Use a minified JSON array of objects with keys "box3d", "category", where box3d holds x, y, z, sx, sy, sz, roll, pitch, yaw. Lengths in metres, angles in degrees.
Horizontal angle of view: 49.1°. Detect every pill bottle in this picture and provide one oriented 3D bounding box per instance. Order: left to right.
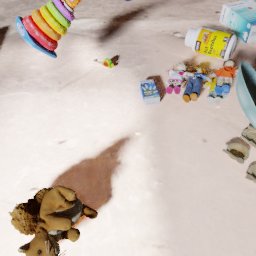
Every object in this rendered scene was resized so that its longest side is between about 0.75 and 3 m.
[{"box3d":[3.545,-3.708,12.137,2.009,1.097,1.097,23,52,21],"category":"pill bottle"}]

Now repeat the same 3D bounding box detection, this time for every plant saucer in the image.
[{"box3d":[4.136,-0.753,8.961,2.886,0.556,2.886,28,48,-36],"category":"plant saucer"}]

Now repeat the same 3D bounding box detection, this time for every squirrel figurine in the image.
[{"box3d":[-1.953,2.326,6.731,1.812,1.282,1.691,11,57,29],"category":"squirrel figurine"}]

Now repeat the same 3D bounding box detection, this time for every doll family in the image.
[{"box3d":[2.809,-1.702,10.445,2.814,1.268,1.746,5,52,30],"category":"doll family"}]

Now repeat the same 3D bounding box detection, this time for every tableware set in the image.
[{"box3d":[4.018,0.799,8.580,2.096,0.243,1.751,-32,55,-27],"category":"tableware set"}]

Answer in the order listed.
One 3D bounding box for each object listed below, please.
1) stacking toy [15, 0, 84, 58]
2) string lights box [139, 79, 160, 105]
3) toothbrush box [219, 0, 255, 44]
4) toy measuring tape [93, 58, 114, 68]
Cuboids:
[{"box3d":[-2.349,-3.818,9.518,2.646,1.452,1.536,-37,69,15],"category":"stacking toy"},{"box3d":[0.798,-1.347,10.494,0.555,0.319,1.081,-8,48,-7],"category":"string lights box"},{"box3d":[5.867,-5.236,13.616,1.699,0.990,2.321,-15,48,-13],"category":"toothbrush box"},{"box3d":[-1.029,-2.830,11.834,1.061,0.390,0.390,26,52,22],"category":"toy measuring tape"}]
